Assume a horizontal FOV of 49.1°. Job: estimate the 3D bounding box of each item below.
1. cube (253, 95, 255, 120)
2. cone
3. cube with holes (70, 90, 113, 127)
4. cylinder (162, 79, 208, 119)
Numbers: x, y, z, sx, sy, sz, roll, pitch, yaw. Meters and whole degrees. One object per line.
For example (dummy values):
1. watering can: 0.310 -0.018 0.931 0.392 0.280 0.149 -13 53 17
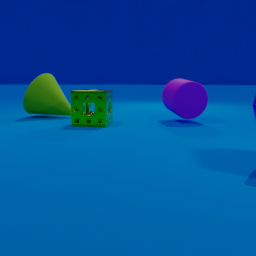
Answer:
1. cube: 2.249 -0.256 3.733 0.855 0.855 0.855 -1 41 37
2. cone: -2.326 -0.776 9.203 1.514 1.509 1.509 30 18 14
3. cube with holes: -0.966 -0.568 7.697 0.940 0.940 0.940 1 10 7
4. cylinder: 1.647 -0.880 8.243 1.056 1.056 1.056 -2 15 -9
